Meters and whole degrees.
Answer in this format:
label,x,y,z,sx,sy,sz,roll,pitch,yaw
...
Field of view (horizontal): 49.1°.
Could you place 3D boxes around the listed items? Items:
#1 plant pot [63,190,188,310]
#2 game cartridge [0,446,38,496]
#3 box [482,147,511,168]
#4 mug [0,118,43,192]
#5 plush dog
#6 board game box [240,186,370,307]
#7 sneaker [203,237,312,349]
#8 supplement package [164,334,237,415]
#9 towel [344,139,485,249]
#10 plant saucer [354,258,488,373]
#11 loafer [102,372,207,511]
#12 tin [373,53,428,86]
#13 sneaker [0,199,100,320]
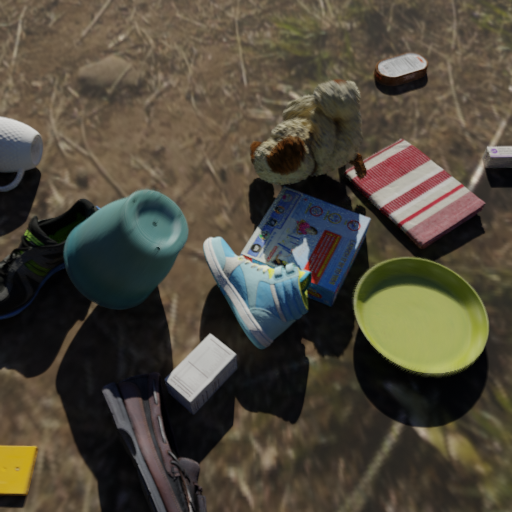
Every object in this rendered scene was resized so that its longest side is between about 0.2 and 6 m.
label,x,y,z,sx,sy,sz,roll,pitch,yaw
plant pot,-2.011,-0.195,9.227,1.720,1.616,1.720,23,52,-33
game cartridge,-3.684,3.154,8.240,0.779,0.126,0.686,0,55,3
box,5.663,-2.074,11.746,1.697,0.352,0.328,-1,55,0
mug,-5.139,-2.051,11.385,1.321,1.112,1.507,7,85,-1
plush dog,0.923,-2.064,10.857,2.118,2.466,1.978,-25,101,-11
board game box,0.925,-0.224,10.346,1.807,0.516,1.846,23,58,15
sneaker,0.108,0.325,9.521,1.437,0.875,2.201,-34,68,6
supplement package,-0.859,1.866,8.852,0.590,0.568,1.037,36,62,22
towel,3.131,-1.301,11.274,1.691,0.267,2.348,-30,59,-17
plant saucer,2.752,1.021,9.512,2.249,0.349,2.249,2,53,-2
loafer,-1.245,2.891,7.888,0.942,1.075,2.991,-23,55,-20
tin,3.502,-4.509,13.510,1.371,0.287,0.768,-20,62,-14
sneaker,-3.933,-0.021,9.768,1.050,1.227,2.961,37,63,24
